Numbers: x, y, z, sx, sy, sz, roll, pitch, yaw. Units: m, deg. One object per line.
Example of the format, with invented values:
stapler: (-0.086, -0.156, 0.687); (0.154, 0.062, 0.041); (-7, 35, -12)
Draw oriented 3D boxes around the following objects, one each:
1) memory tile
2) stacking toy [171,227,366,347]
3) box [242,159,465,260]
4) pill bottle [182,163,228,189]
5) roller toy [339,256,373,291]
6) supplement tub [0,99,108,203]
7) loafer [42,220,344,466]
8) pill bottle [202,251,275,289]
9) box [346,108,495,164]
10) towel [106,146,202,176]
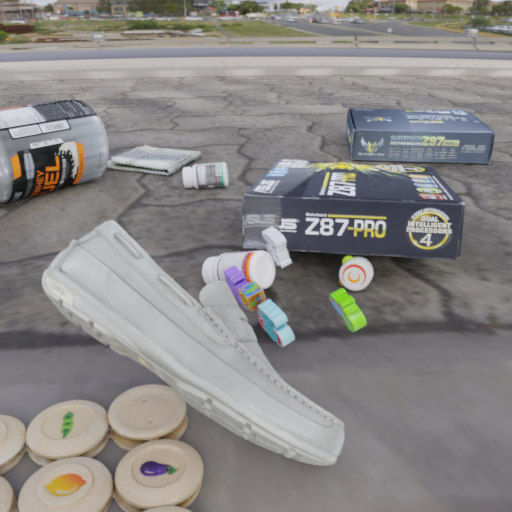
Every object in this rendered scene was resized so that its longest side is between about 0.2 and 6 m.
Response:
memory tile: (-1.570, 2.204, 4.483); (2.421, 0.265, 3.159); (-5, 25, -12)
stacking toy: (0.013, 0.658, 7.116); (1.795, 0.559, 2.381); (-28, 39, -15)
box: (1.681, -0.970, 9.928); (3.208, 0.977, 3.980); (2, 18, 10)
pill bottle: (-1.139, -1.794, 12.606); (0.964, 0.545, 0.545); (-4, 25, 3)
roller toy: (1.489, 0.264, 8.331); (0.469, 0.514, 0.359); (15, 17, 15)
supplement tub: (-4.938, -2.237, 12.014); (1.893, 1.893, 3.089); (21, 33, 38)
loafer: (-0.517, 0.767, 5.404); (3.312, 1.158, 1.156); (33, 68, 9)
pill bottle: (-0.270, 0.221, 8.165); (1.004, 0.550, 0.550); (-4, 18, 38)
box: (4.374, -3.385, 15.561); (3.613, 0.922, 2.849); (2, 26, 6)
towel: (-2.654, -2.538, 14.468); (1.975, 0.341, 1.901); (8, 27, 19)
